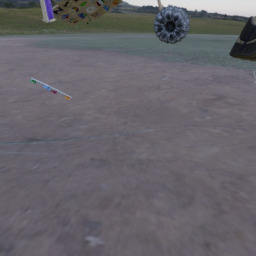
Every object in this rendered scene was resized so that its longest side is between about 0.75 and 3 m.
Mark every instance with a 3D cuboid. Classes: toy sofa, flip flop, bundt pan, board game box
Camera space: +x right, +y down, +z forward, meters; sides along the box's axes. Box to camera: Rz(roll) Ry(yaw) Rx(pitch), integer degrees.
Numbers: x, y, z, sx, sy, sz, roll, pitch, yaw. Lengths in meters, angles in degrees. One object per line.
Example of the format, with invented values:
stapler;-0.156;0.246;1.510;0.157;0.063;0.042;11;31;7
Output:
toy sofa;-2.337;-3.485;8.133;0.322;0.777;0.379;-30;44;-32
flip flop;2.645;-1.717;5.617;0.654;0.922;2.273;25;20;-3
bundt pan;1.632;-3.897;10.719;1.438;1.438;0.540;6;29;14
board game box;-2.152;-1.081;7.803;0.886;0.115;0.886;25;-1;40

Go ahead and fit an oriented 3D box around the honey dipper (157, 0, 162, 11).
honey dipper;1.186;-4.940;10.717;0.419;2.204;0.419;-16;27;9

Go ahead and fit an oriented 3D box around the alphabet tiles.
alphabet tiles;-1.303;-4.290;9.346;2.470;0.078;2.056;-24;-15;22
